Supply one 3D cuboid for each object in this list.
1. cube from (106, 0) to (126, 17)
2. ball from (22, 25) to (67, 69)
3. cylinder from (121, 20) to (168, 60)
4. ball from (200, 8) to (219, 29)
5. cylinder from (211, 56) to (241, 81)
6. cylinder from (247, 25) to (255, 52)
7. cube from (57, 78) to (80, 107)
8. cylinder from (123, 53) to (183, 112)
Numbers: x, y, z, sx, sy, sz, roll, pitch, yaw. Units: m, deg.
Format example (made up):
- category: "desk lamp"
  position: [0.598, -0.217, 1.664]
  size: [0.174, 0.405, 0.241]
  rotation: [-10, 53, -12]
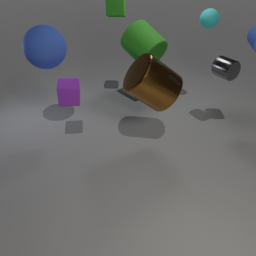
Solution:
- category: "cube"
  position: [-0.468, -4.704, 10.880]
  size: [0.700, 0.700, 0.700]
  rotation: [0, 18, 4]
- category: "ball"
  position: [-2.717, -2.634, 9.153]
  size: [1.400, 1.400, 1.400]
  rotation: [0, 32, 0]
- category: "cylinder"
  position: [0.653, -3.410, 11.437]
  size: [1.400, 1.400, 1.400]
  rotation: [-29, 70, -37]
- category: "ball"
  position: [3.020, -4.053, 10.381]
  size: [0.700, 0.700, 0.700]
  rotation: [0, 32, 0]
- category: "cylinder"
  position: [3.373, -2.059, 9.651]
  size: [0.700, 0.700, 0.700]
  rotation: [-18, 37, -25]
- category: "cylinder"
  position: [4.141, -2.751, 8.666]
  size: [0.700, 0.700, 0.700]
  rotation: [1, 41, 2]
- category: "cube"
  position: [-1.972, -1.197, 9.361]
  size: [0.700, 0.700, 0.700]
  rotation: [-3, 38, -7]
- category: "cylinder"
  position: [0.784, -1.443, 8.985]
  size: [1.400, 1.400, 1.400]
  rotation: [29, 22, -27]
